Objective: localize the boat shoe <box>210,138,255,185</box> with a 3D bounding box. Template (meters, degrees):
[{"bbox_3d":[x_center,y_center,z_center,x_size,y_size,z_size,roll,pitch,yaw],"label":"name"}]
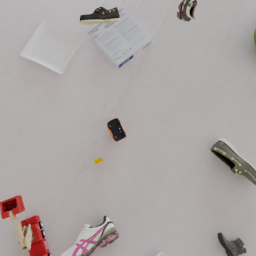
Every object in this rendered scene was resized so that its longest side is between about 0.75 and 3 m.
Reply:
[{"bbox_3d":[4.301,1.440,11.099,0.699,0.836,2.339,-39,71,-11],"label":"boat shoe"}]

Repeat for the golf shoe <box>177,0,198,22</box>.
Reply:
[{"bbox_3d":[2.031,-4.348,9.170,0.649,1.680,0.740,-24,41,-16],"label":"golf shoe"}]

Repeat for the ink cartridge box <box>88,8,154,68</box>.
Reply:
[{"bbox_3d":[-0.325,-4.153,12.926,2.148,0.474,2.188,-39,75,-11],"label":"ink cartridge box"}]

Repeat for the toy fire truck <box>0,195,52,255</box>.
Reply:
[{"bbox_3d":[-3.503,3.781,9.818,0.658,1.903,2.698,-21,74,-5],"label":"toy fire truck"}]

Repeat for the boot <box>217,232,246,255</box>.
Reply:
[{"bbox_3d":[3.891,4.296,10.507,0.723,0.384,1.099,-26,86,-11],"label":"boot"}]

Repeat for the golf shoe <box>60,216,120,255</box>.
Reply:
[{"bbox_3d":[-1.521,4.152,10.313,2.303,0.836,1.060,-26,71,-16],"label":"golf shoe"}]

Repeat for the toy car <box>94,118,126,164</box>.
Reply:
[{"bbox_3d":[-0.942,0.505,11.427,1.961,0.653,0.962,-45,101,-14],"label":"toy car"}]

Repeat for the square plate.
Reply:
[{"bbox_3d":[-3.420,-3.750,12.877,2.245,0.322,2.266,26,75,7],"label":"square plate"}]

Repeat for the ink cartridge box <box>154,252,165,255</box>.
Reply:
[{"bbox_3d":[1.052,4.990,10.281,0.776,0.325,0.560,-23,75,-7],"label":"ink cartridge box"}]

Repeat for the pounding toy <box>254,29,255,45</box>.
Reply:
[{"bbox_3d":[6.465,-3.737,12.598,2.257,1.047,1.742,20,78,-7],"label":"pounding toy"}]

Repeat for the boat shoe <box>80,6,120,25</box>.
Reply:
[{"bbox_3d":[-1.115,-4.374,10.908,1.933,0.707,0.606,-25,112,-39],"label":"boat shoe"}]
